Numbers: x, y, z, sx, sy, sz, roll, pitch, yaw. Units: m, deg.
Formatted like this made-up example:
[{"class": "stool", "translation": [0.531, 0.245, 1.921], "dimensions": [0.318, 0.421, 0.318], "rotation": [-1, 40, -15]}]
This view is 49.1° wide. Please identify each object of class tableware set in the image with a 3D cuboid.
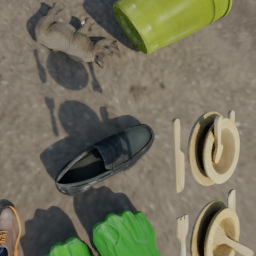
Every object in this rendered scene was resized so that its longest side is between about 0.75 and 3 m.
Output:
[{"class": "tableware set", "translation": [1.319, 0.939, 3.926], "dimensions": [1.548, 0.469, 2.341], "rotation": [-9, 99, -41]}]

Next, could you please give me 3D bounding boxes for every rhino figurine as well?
[{"class": "rhino figurine", "translation": [-1.479, -2.653, 8.412], "dimensions": [2.917, 0.872, 1.275], "rotation": [26, 80, 6]}]

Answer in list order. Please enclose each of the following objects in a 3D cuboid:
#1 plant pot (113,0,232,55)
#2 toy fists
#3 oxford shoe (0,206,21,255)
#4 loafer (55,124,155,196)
[{"class": "plant pot", "translation": [1.038, -3.543, 8.019], "dimensions": [2.543, 2.641, 2.641], "rotation": [-38, 76, 1]}, {"class": "toy fists", "translation": [-0.726, 3.018, 6.529], "dimensions": [2.958, 1.017, 1.508], "rotation": [-27, 81, -10]}, {"class": "oxford shoe", "translation": [-2.970, 2.686, 6.839], "dimensions": [0.549, 0.561, 1.540], "rotation": [-8, 72, -3]}, {"class": "loafer", "translation": [-0.532, 0.783, 7.211], "dimensions": [2.899, 1.018, 0.984], "rotation": [-31, 74, -10]}]
